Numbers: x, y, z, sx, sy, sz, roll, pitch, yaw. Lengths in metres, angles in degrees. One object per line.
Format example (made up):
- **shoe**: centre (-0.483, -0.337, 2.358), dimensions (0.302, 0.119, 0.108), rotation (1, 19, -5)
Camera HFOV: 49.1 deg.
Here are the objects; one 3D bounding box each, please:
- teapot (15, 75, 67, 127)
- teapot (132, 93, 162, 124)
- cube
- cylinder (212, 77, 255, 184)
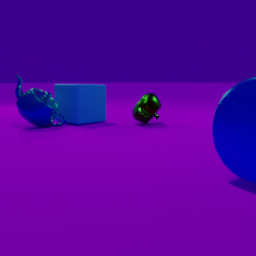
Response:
- **teapot**: centre (-2.390, -0.646, 7.445), dimensions (1.767, 0.865, 1.099), rotation (40, 12, -11)
- **teapot**: centre (0.602, -0.523, 7.964), dimensions (0.722, 0.917, 1.475), rotation (40, 24, 5)
- **cube**: centre (-1.403, -0.735, 8.255), dimensions (1.092, 1.092, 1.092), rotation (8, 11, 41)
- **cylinder**: centre (1.902, 0.019, 3.462), dimensions (1.209, 1.209, 1.209), rotation (-1, 9, -34)
